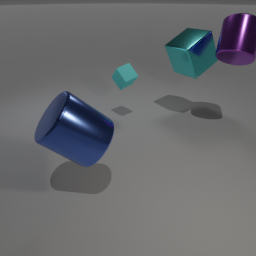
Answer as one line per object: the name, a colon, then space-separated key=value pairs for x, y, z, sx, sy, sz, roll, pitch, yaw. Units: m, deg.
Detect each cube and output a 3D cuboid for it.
cube: x=-0.137 y=-2.131 z=11.617 sx=0.700 sy=0.700 sz=0.700 roll=-31 pitch=83 yaw=-29
cube: x=2.652 y=-3.134 z=11.669 sx=1.400 sy=1.400 sz=1.400 roll=-40 pitch=38 yaw=-13

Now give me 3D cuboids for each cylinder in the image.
cylinder: x=-1.292 y=0.045 z=6.819 sx=1.400 sy=1.400 sz=1.400 roll=33 pitch=13 yaw=-29
cylinder: x=4.052 y=-3.203 z=10.261 sx=1.400 sy=1.400 sz=1.400 roll=14 pitch=-4 yaw=1
